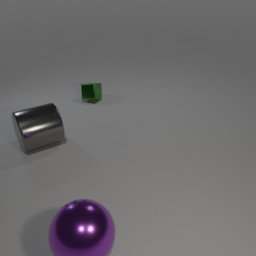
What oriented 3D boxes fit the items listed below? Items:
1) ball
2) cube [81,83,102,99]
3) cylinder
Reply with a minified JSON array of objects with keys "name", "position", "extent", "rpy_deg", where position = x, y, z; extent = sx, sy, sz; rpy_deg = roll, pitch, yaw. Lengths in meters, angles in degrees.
[{"name":"ball","position":[-0.966,2.228,5.963],"extent":[1.400,1.400,1.400],"rpy_deg":[0,31,0]},{"name":"cube","position":[-1.670,-1.705,12.903],"extent":[0.700,0.700,0.700],"rpy_deg":[3,12,23]},{"name":"cylinder","position":[-3.111,-0.038,9.712],"extent":[1.400,1.400,1.400],"rpy_deg":[-18,36,-27]}]
